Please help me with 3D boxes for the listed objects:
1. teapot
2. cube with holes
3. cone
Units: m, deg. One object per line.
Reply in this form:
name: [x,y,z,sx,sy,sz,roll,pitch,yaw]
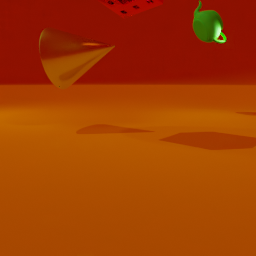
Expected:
teapot: [3.222,-4.176,11.194,0.994,2.029,1.262,-34,-7,-7]
cube with holes: [0.006,-3.517,6.300,1.280,1.280,1.280,18,-11,-43]
cone: [-1.146,-1.999,7.454,1.682,1.676,1.676,-8,7,17]
